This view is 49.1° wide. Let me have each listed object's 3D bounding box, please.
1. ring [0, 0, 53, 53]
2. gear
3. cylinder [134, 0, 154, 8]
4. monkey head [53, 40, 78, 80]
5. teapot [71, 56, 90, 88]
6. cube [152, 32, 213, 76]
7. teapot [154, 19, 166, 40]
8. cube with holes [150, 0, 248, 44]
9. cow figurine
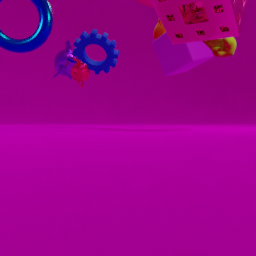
[{"bbox_3d":[-3.282,-3.284,8.326,2.057,2.057,0.411,0,11,-7],"label":"ring"},{"bbox_3d":[-1.173,-2.736,10.228,1.650,1.650,0.305,0,45,11],"label":"gear"},{"bbox_3d":[0.585,-3.364,6.055,1.147,1.147,1.147,18,10,-3],"label":"cylinder"},{"bbox_3d":[-2.297,-2.646,11.168,1.085,1.801,1.295,30,-28,-37],"label":"monkey head"},{"bbox_3d":[-1.701,-1.957,9.717,0.700,1.126,0.552,7,26,31],"label":"teapot"},{"bbox_3d":[1.919,-2.762,9.860,1.322,1.322,1.322,-20,-2,-41],"label":"cube"},{"bbox_3d":[1.550,-3.709,10.873,1.072,1.724,0.844,-37,31,-8],"label":"teapot"},{"bbox_3d":[1.259,-2.386,4.785,1.226,1.226,1.226,4,-27,35],"label":"cube with holes"},{"bbox_3d":[2.268,-2.259,6.996,1.269,1.290,0.708,-4,-34,-50],"label":"cow figurine"}]
